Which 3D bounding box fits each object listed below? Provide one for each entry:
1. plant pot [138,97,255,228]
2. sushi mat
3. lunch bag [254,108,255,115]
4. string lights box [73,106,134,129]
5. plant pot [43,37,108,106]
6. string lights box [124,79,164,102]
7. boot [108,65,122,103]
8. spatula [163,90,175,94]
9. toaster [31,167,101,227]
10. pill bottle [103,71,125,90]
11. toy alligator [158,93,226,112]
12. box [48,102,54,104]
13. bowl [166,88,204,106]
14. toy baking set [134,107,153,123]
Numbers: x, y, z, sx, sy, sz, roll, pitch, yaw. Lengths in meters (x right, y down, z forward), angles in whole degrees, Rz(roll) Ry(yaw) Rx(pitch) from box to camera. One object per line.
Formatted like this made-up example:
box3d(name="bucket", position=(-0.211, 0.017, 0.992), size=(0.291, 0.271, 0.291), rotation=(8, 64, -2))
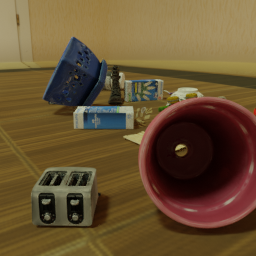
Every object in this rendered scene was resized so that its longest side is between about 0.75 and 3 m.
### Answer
box3d(name="plant pot", position=(1.352, 0.561, 5.780), size=(2.327, 2.327, 2.083), rotation=(0, 2, 0))
box3d(name="sushi mat", position=(0.828, 0.466, 9.226), size=(0.972, 0.123, 2.032), rotation=(-15, 23, -36))
box3d(name="lunch bag", position=(6.012, -0.521, 11.075), size=(1.909, 0.888, 2.167), rotation=(6, 18, 20))
box3d(name="string lights box", position=(-0.927, -0.439, 11.172), size=(2.293, 0.676, 1.178), rotation=(0, 17, 0))
box3d(name="plant pot", position=(-2.326, -2.348, 13.123), size=(2.196, 2.443, 2.443), rotation=(27, 36, -18))
box3d(name="string lights box", position=(0.888, -2.146, 15.921), size=(2.170, 1.115, 0.640), rotation=(-5, 18, -17))
box3d(name="boot", position=(-0.723, -2.427, 15.377), size=(0.785, 1.975, 2.269), rotation=(-1, 17, -3))
box3d(name="spatula", position=(2.455, -2.372, 18.218), size=(1.895, 0.195, 0.536), rotation=(15, 21, 40))
box3d(name="toaster", position=(-1.161, 1.300, 5.504), size=(1.122, 0.736, 1.240), rotation=(1, 17, 1))
box3d(name="pill bottle", position=(-1.391, -3.300, 19.385), size=(2.203, 1.277, 1.277), rotation=(4, 18, 12))
box3d(name="toy alligator", position=(2.709, -0.905, 11.318), size=(2.972, 0.985, 0.714), rotation=(-11, 15, -7))
box3d(name="box", position=(-3.707, -1.479, 15.266), size=(1.017, 0.234, 0.808), rotation=(2, 17, 8))
box3d(name="bowl", position=(2.901, -1.411, 13.757), size=(2.166, 1.017, 2.166), rotation=(0, 17, 0))
box3d(name="toy baking set", position=(0.613, -0.530, 11.390), size=(1.042, 0.121, 0.799), rotation=(13, 59, 51))
